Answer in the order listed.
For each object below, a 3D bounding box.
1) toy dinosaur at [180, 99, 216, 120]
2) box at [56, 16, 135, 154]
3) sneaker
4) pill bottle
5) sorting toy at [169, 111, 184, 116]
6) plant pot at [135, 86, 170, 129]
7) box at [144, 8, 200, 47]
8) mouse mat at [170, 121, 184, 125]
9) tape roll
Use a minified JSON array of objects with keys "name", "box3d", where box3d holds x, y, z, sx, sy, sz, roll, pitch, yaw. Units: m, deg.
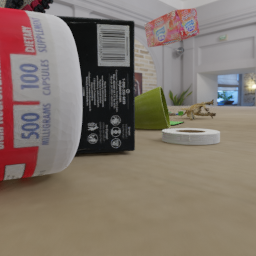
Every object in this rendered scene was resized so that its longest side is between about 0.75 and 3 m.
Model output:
[{"name":"toy dinosaur","box3d":[3.150,-0.863,12.899,1.514,0.872,2.995,-1,5,7]},{"name":"box","box3d":[-0.974,-0.703,5.156,1.659,1.982,2.669,-1,6,-14]},{"name":"sneaker","box3d":[-2.969,-2.517,6.401,1.076,2.881,1.162,37,-12,22]},{"name":"pill bottle","box3d":[-2.028,-0.265,2.379,2.963,1.663,1.663,-4,7,-28]},{"name":"sorting toy","box3d":[1.892,-0.904,15.805,2.697,0.367,1.518,0,6,-1]},{"name":"plant pot","box3d":[0.444,-0.457,8.003,1.284,1.201,1.201,-12,3,14]},{"name":"box","box3d":[1.475,-3.439,9.738,0.942,0.869,1.835,-16,11,-28]},{"name":"mouse mat","box3d":[0.924,-0.197,10.086,1.958,0.074,1.576,4,7,25]},{"name":"tape roll","box3d":[1.238,0.157,5.571,1.150,0.210,1.150,0,6,0]}]
